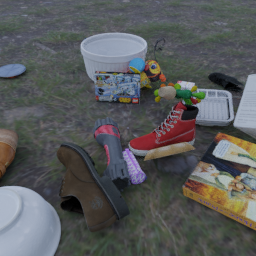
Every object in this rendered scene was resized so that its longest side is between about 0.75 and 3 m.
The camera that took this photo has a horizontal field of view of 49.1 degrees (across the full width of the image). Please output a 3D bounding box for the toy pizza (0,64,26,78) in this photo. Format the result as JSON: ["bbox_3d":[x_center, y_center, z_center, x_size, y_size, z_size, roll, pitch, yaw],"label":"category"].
[{"bbox_3d":[-5.153,-2.492,12.348,1.266,0.201,1.266,-1,36,1],"label":"toy pizza"}]

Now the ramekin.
[{"bbox_3d":[-0.558,-2.886,11.846,2.729,1.432,2.729,0,37,0],"label":"ramekin"}]

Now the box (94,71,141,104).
[{"bbox_3d":[-0.374,-1.463,10.195,1.651,1.131,0.329,5,37,5],"label":"box"}]

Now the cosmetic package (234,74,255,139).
[{"bbox_3d":[4.089,-0.536,7.862,1.330,1.613,1.331,24,-8,-32],"label":"cosmetic package"}]

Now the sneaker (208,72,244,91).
[{"bbox_3d":[3.929,-1.865,11.312,1.428,0.429,0.745,16,35,15],"label":"sneaker"}]

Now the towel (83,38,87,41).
[{"bbox_3d":[-1.777,-4.639,15.129,1.262,0.306,0.704,6,36,8],"label":"towel"}]

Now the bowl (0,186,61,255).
[{"bbox_3d":[-2.598,1.971,5.661,2.345,1.054,2.345,0,36,0],"label":"bowl"}]

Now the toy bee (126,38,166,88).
[{"bbox_3d":[0.666,-2.055,10.447,1.668,2.548,1.385,2,43,-52],"label":"toy bee"}]

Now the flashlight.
[{"bbox_3d":[-0.497,0.703,7.681,0.798,0.795,2.350,-10,43,-3],"label":"flashlight"}]

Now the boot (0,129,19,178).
[{"bbox_3d":[-4.293,0.766,7.481,2.370,0.873,1.834,-2,41,2],"label":"boot"}]

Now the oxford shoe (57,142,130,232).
[{"bbox_3d":[-1.225,1.273,6.668,1.203,1.036,2.850,-31,40,-17],"label":"oxford shoe"}]

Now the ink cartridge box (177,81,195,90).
[{"bbox_3d":[2.341,-1.593,11.073,0.845,0.285,0.492,11,38,14],"label":"ink cartridge box"}]

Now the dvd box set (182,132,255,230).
[{"bbox_3d":[2.995,1.308,6.527,2.802,0.412,2.050,22,56,34],"label":"dvd box set"}]

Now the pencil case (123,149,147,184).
[{"bbox_3d":[0.104,1.029,7.444,0.426,0.434,1.016,-12,37,-20],"label":"pencil case"}]

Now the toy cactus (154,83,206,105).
[{"bbox_3d":[1.446,-1.020,8.908,1.839,0.940,1.517,23,16,37],"label":"toy cactus"}]

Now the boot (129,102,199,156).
[{"bbox_3d":[1.003,-0.032,7.981,2.072,1.495,0.750,-12,39,-14],"label":"boot"}]

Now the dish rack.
[{"bbox_3d":[2.715,-0.686,9.678,1.682,0.427,1.959,5,38,12],"label":"dish rack"}]

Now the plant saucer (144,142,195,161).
[{"bbox_3d":[1.070,0.599,7.422,1.390,0.246,1.390,-13,-6,-1],"label":"plant saucer"}]
